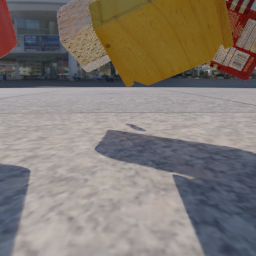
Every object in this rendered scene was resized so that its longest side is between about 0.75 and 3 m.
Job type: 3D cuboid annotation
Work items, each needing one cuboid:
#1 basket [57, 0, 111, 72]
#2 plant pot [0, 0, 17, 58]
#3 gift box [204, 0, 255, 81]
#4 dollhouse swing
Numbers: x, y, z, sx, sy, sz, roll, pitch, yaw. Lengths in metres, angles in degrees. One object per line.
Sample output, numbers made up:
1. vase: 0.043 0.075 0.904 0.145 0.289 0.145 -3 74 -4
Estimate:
1. basket: -0.883 -3.460 9.355 2.693 1.825 1.661 -24 -29 20
2. plant pot: -3.775 -2.648 6.527 2.228 1.971 2.228 -8 40 7
3. gift box: 2.777 -2.611 6.755 2.287 2.136 2.110 28 -28 9
4. dollhouse swing: 0.559 -2.394 5.598 2.216 2.014 1.948 -20 43 14
